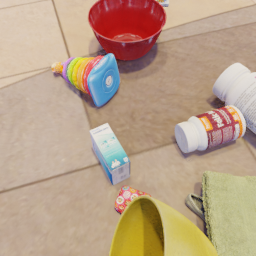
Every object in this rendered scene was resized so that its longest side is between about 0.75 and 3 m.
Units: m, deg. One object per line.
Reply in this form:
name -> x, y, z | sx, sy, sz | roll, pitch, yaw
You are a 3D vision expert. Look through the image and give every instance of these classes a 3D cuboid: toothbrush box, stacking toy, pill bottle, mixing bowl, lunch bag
toothbrush box -> -0.502, 0.736, 7.851 | 0.595, 1.021, 1.395 | -25, 59, -15
stacking toy -> -1.654, -1.905, 9.570 | 2.549, 1.399, 1.479 | 20, 58, 27
pill bottle -> 2.385, 0.051, 8.267 | 1.828, 1.043, 1.043 | -17, 59, -12
pill bottle -> 3.952, -0.745, 8.524 | 1.470, 1.470, 2.593 | -32, 62, -19
mixing bowl -> -0.018, -3.521, 10.326 | 2.762, 1.496, 2.762 | 0, 57, 1
lunch bag -> 0.119, 2.027, 7.394 | 0.911, 0.373, 0.803 | 20, 59, 12

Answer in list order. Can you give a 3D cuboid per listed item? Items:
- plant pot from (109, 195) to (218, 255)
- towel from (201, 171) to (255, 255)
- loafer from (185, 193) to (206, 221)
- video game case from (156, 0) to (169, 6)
plant pot -> 0.840, 2.863, 5.923 | 1.755, 2.472, 2.472 | 20, 55, -20
towel -> 2.794, 2.427, 6.807 | 2.062, 0.507, 2.780 | 9, 58, -15
loafer -> 2.094, 2.175, 7.243 | 1.337, 0.466, 0.467 | 31, 62, 19
video game case -> 0.887, -5.974, 12.708 | 1.847, 0.166, 1.323 | 0, 56, 0
